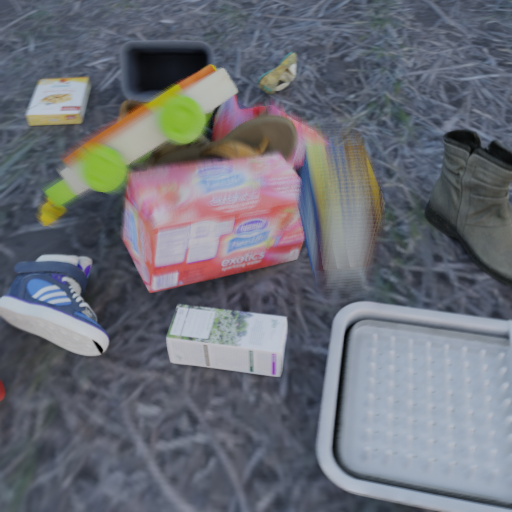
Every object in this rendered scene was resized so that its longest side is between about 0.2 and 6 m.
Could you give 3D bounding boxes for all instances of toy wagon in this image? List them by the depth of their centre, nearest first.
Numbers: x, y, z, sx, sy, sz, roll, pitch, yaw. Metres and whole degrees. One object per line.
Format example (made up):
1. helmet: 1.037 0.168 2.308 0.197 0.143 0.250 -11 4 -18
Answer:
1. toy wagon: -2.155 -1.885 9.569 4.081 0.807 3.166 -30 16 7

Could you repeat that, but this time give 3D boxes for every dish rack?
1. dish rack: 2.689 2.141 7.693 3.544 0.771 3.041 8 47 8

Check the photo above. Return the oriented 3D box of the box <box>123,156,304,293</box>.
1. box: -0.641 -0.625 9.502 2.911 1.494 1.378 -13 49 -27

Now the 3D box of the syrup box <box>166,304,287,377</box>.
1. syrup box: -0.426 1.291 8.567 1.734 0.706 0.683 6 46 6

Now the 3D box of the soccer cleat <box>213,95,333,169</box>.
1. soccer cleat: 0.556 -2.439 11.330 3.016 1.153 1.006 6 24 -28

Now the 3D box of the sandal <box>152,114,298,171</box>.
1. sandal: -0.575 -1.713 10.336 2.849 1.144 0.769 -16 29 6

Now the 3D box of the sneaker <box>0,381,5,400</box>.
1. sneaker: -4.943 1.828 8.094 2.616 1.025 1.511 26 66 27

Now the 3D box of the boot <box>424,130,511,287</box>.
1. boot: 4.229 -0.841 9.804 1.009 1.947 2.980 -27 51 -24

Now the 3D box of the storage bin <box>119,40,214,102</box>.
1. storage bin: -2.083 -4.445 13.879 2.202 1.603 1.479 0 18 0

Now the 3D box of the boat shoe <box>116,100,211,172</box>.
1. boat shoe: -1.629 -2.131 11.479 3.391 1.252 1.283 29 54 19

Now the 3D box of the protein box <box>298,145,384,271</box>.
1. protein box: 1.044 -0.617 7.250 0.775 1.149 1.141 -4 48 -5

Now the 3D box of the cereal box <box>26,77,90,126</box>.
1. cereal box: -4.879 -3.855 13.918 1.250 0.343 1.737 -4 45 -4

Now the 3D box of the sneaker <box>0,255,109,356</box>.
1. sneaker: -2.982 0.609 9.123 2.150 0.866 1.574 15 51 21

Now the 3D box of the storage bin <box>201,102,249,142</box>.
1. storage bin: -0.536 -2.639 12.372 1.236 0.857 1.829 -35 54 -29

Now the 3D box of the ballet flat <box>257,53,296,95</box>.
1. ballet flat: 0.693 -4.746 14.717 0.628 0.628 1.776 23 49 21
